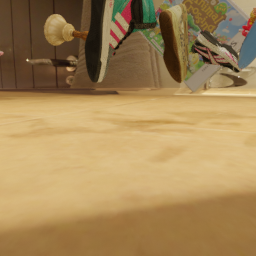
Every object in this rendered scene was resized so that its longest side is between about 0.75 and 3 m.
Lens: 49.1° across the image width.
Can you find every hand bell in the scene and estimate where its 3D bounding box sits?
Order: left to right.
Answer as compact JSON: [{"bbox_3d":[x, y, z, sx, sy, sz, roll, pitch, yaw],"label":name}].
[{"bbox_3d":[-1.777,-3.254,9.679,2.085,1.086,1.086,20,19,29],"label":"hand bell"}]

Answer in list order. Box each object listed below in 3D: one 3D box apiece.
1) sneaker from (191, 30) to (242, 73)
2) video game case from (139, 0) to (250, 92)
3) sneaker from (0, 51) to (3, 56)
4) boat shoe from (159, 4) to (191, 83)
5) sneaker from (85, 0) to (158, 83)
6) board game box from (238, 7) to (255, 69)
[{"bbox_3d":[2.361,-1.947,7.526,1.523,0.658,0.612,35,46,-10],"label":"sneaker"},{"bbox_3d":[2.182,-3.159,9.094,2.708,2.975,0.328,-43,-14,21],"label":"video game case"},{"bbox_3d":[-3.624,-2.468,7.048,0.623,1.519,0.533,-17,11,-26],"label":"sneaker"},{"bbox_3d":[1.397,-2.209,7.628,0.676,2.157,0.790,-31,45,-15],"label":"boat shoe"},{"bbox_3d":[-0.138,-2.572,7.420,1.738,2.879,1.204,-8,42,-28],"label":"sneaker"},{"bbox_3d":[2.359,-2.109,4.881,0.421,2.161,1.708,35,29,25],"label":"board game box"}]
